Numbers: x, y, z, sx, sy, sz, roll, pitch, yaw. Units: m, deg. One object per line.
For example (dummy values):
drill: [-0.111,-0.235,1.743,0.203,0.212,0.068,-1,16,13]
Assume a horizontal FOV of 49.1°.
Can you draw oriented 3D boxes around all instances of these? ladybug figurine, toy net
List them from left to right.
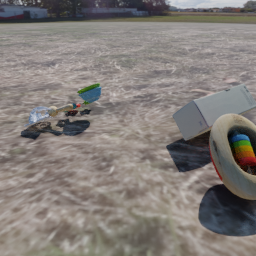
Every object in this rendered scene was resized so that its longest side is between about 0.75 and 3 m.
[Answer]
toy net: [-2.072,-0.714,8.823,2.635,0.509,1.382,-24,8,-25]
ladybug figurine: [2.231,0.561,5.650,1.308,0.693,1.927,7,54,-9]

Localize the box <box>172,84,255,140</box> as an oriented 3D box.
box: [2.514,-0.492,7.966,2.444,0.836,1.004,-18,-13,-36]
